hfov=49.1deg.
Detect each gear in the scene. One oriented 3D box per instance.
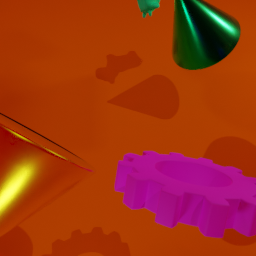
[{"bbox_3d":[0.676,0.619,3.064,1.596,1.596,0.295,10,99,6],"label":"gear"}]

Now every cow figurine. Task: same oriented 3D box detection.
[{"bbox_3d":[0.847,-3.290,6.673,1.390,1.367,0.763,0,13,-27],"label":"cow figurine"}]

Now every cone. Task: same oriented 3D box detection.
[{"bbox_3d":[1.336,-2.360,5.894,1.619,1.625,1.619,-18,54,27],"label":"cone"},{"bbox_3d":[-1.433,0.749,2.843,1.624,1.624,1.630,27,83,17],"label":"cone"}]
